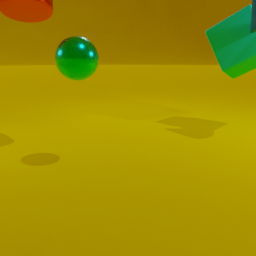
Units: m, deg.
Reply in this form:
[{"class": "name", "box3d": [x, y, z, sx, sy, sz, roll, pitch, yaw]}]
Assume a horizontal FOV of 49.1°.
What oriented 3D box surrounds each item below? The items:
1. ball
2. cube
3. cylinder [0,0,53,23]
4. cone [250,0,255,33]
[{"class": "ball", "box3d": [-0.907, -1.234, 4.995, 0.774, 0.774, 0.774, 0, 14, 0]}, {"class": "cube", "box3d": [3.301, -2.428, 8.184, 1.357, 1.357, 1.357, -26, -14, 29]}, {"class": "cylinder", "box3d": [-2.072, -2.866, 5.661, 1.063, 1.063, 1.063, -3, -5, 0]}, {"class": "cone", "box3d": [3.242, -3.123, 6.595, 1.237, 1.241, 1.237, -26, 1, 1]}]
